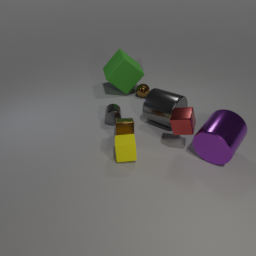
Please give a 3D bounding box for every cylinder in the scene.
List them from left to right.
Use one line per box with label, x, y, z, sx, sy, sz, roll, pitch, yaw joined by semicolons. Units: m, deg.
cylinder;-0.635;-0.578;11.967;0.700;0.700;0.700;-2;33;-2
cylinder;1.552;-0.833;11.700;1.400;1.400;1.400;22;38;31
cylinder;3.167;0.300;9.654;1.400;1.400;1.400;22;50;31

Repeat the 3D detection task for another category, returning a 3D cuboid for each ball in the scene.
ball;0.761;-1.889;14.108;0.700;0.700;0.700;0;32;0

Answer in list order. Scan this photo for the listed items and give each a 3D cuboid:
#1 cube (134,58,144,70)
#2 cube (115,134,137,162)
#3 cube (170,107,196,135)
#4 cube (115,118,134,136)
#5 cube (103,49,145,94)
cube;0.384;-3.463;15.764;0.700;0.700;0.700;-15;6;-13
cube;-0.081;0.693;9.751;0.700;0.700;0.700;-5;26;0
cube;1.910;-0.239;9.678;0.700;0.700;0.700;-2;39;25
cube;-0.130;0.030;10.837;0.700;0.700;0.700;-2;15;-3
cube;-0.246;-2.873;14.200;1.400;1.400;1.400;32;22;-30
